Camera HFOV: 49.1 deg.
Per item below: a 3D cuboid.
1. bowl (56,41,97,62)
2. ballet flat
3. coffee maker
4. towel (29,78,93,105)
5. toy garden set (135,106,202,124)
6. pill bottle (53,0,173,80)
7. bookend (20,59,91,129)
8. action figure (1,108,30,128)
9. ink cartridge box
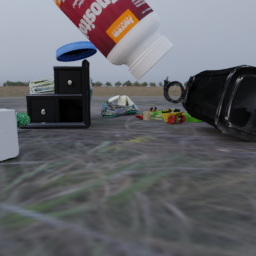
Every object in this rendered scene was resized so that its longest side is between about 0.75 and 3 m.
[{"bbox_3d":[-1.656,-2.441,8.951,1.332,0.261,1.332,-13,1,0],"label":"bowl"},{"bbox_3d":[-0.293,-1.121,13.903,1.028,1.028,2.859,5,9,32],"label":"ballet flat"},{"bbox_3d":[2.706,-0.722,8.040,2.874,2.016,2.993,-8,9,-1],"label":"coffee maker"},{"bbox_3d":[-2.781,-1.302,11.930,2.462,0.693,2.876,-7,-17,-14],"label":"towel"},{"bbox_3d":[1.690,-0.641,11.869,2.881,0.575,2.401,8,11,44],"label":"toy garden set"},{"bbox_3d":[-0.258,-2.270,5.883,1.403,2.484,1.403,-44,5,5],"label":"pill bottle"},{"bbox_3d":[-2.428,-1.151,9.518,2.245,2.259,1.041,0,8,-3],"label":"bookend"},{"bbox_3d":[-4.077,-0.237,7.557,2.927,0.801,1.729,2,-27,-44],"label":"action figure"},{"bbox_3d":[-3.385,0.120,5.109,2.235,0.928,1.638,4,9,27],"label":"ink cartridge box"}]
